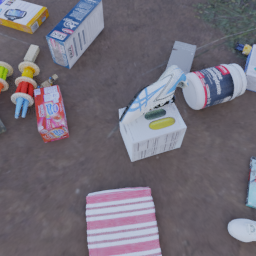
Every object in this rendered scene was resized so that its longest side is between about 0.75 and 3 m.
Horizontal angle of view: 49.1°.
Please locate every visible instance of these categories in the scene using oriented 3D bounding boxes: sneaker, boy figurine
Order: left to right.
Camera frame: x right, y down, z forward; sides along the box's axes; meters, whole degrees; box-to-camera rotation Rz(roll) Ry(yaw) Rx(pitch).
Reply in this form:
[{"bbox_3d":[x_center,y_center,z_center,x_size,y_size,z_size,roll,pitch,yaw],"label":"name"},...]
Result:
[{"bbox_3d":[0.845,-0.928,8.708,2.645,0.951,0.959,-40,88,-15],"label":"sneaker"},{"bbox_3d":[5.155,-3.403,12.156,1.002,0.323,0.623,27,59,18],"label":"boy figurine"},{"bbox_3d":[3.816,2.933,7.988,1.772,0.784,0.667,10,60,6],"label":"sneaker"}]

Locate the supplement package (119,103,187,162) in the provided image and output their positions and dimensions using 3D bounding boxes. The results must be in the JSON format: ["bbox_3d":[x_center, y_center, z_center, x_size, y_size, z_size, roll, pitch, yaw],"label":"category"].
[{"bbox_3d":[0.766,0.027,9.424,1.815,1.368,1.378,-16,60,-9],"label":"supplement package"}]

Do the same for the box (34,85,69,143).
[{"bbox_3d":[-2.743,-0.521,10.042,0.924,0.885,1.853,-13,59,-8],"label":"box"}]

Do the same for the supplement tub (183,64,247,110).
[{"bbox_3d":[3.163,-1.559,10.386,1.976,1.387,1.387,-17,60,-11],"label":"supplement tub"}]

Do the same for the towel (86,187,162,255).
[{"bbox_3d":[-0.137,3.153,8.121,2.048,0.419,2.798,-6,61,-4],"label":"towel"}]

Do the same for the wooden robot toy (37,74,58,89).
[{"bbox_3d":[-3.148,-1.616,11.090,1.130,0.498,0.513,-45,104,-24],"label":"wooden robot toy"}]

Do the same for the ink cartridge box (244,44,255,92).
[{"bbox_3d":[5.532,-2.438,11.252,1.476,0.826,2.164,19,62,12],"label":"ink cartridge box"}]

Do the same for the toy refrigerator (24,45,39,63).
[{"bbox_3d":[-4.116,-3.129,11.996,0.337,0.311,0.889,11,60,-1],"label":"toy refrigerator"}]

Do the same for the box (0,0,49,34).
[{"bbox_3d":[-5.223,-5.388,13.279,2.493,0.517,1.484,19,60,14],"label":"box"}]

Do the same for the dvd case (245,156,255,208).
[{"bbox_3d":[4.518,1.849,9.005,1.258,0.190,1.723,16,59,10],"label":"dvd case"}]

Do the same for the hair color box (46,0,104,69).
[{"bbox_3d":[-2.137,-4.103,11.892,0.892,1.475,2.949,23,61,13],"label":"hair color box"}]

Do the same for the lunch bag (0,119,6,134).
[{"bbox_3d":[-5.110,-0.509,9.832,0.880,1.228,1.497,-33,64,-16],"label":"lunch bag"}]

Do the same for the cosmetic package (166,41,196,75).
[{"bbox_3d":[2.105,-2.598,11.393,0.955,0.806,1.788,15,57,5],"label":"cosmetic package"}]

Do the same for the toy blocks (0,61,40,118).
[{"bbox_3d":[-4.477,-1.413,10.630,1.915,0.834,2.298,0,59,-1],"label":"toy blocks"}]
